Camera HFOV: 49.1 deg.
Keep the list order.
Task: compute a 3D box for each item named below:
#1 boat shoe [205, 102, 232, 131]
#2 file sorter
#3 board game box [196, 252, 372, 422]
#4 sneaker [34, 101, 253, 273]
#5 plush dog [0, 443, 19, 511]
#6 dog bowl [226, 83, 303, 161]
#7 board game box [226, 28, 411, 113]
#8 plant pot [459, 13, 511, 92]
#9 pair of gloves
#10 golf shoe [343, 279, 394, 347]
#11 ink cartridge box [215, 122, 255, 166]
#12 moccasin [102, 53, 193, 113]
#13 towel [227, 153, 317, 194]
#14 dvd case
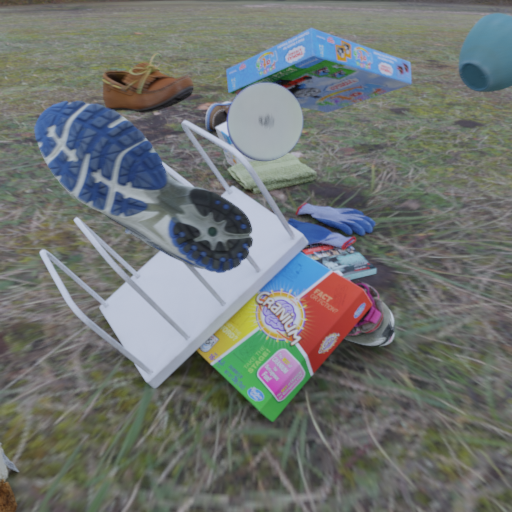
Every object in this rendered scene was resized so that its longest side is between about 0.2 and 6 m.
[{"bbox_3d":[-0.812,-3.931,15.636,0.677,0.676,1.871,12,33,17],"label":"boat shoe"},{"bbox_3d":[-1.119,-0.130,7.095,2.638,1.643,1.831,-44,42,-6],"label":"file sorter"},{"bbox_3d":[0.295,0.864,6.839,1.820,0.367,1.393,-48,46,-10],"label":"board game box"},{"bbox_3d":[-1.207,-0.559,5.678,0.908,2.357,1.004,-56,14,-19],"label":"sneaker"},{"bbox_3d":[-3.024,2.149,5.186,1.220,1.140,1.421,-23,6,-11],"label":"plush dog"},{"bbox_3d":[0.133,-2.116,8.906,1.205,1.205,0.475,-2,8,-3],"label":"dog bowl"},{"bbox_3d":[1.109,-3.070,9.609,2.585,0.473,1.955,-5,-1,-42],"label":"board game box"},{"bbox_3d":[3.474,-2.891,8.342,0.749,1.111,1.111,-43,44,-10],"label":"plant pot"},{"bbox_3d":[1.195,-0.522,10.216,1.591,0.225,1.979,16,30,28],"label":"pair of gloves"},{"bbox_3d":[0.814,0.622,7.750,2.383,1.097,0.865,29,79,41],"label":"golf shoe"},{"bbox_3d":[-0.349,-2.534,12.937,0.694,1.109,0.713,-29,38,-12],"label":"ink cartridge box"},{"bbox_3d":[-2.077,-3.212,10.426,0.879,0.928,2.404,-30,31,-32],"label":"moccasin"},{"bbox_3d":[0.341,-1.851,12.427,1.748,0.319,1.297,-13,34,-21],"label":"towel"},{"bbox_3d":[1.310,0.047,9.372,0.887,0.134,1.215,-12,31,-20],"label":"dvd case"}]
